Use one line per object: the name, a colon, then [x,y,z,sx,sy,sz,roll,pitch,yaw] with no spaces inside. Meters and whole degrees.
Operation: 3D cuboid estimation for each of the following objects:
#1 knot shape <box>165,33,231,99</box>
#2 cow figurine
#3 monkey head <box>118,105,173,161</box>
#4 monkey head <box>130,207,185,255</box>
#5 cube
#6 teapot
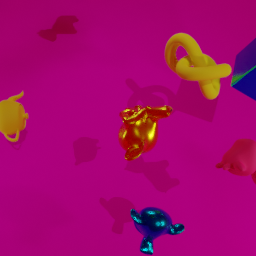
knot shape: [1.760,-1.393,6.778,0.847,1.715,1.833,-51,43,15]
cow figurine: [2.052,0.722,4.205,1.250,0.697,1.270,-18,89,-5]
monkey head: [0.291,0.027,4.382,0.901,0.755,1.253,-7,15,21]
monkey head: [0.495,2.027,5.586,1.172,0.707,0.843,20,49,-9]
cube: [3.318,-1.407,6.595,1.152,1.152,1.152,27,59,-9]
teapot: [-2.522,-0.275,6.187,0.616,0.783,1.259,-5,65,-4]
